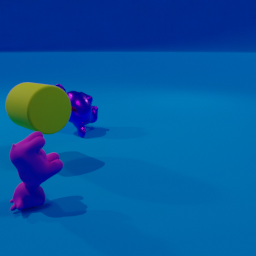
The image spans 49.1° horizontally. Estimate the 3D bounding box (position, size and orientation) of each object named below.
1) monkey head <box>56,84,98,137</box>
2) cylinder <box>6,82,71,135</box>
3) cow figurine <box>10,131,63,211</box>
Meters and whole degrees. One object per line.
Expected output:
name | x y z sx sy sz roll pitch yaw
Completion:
monkey head | -1.305 -0.389 6.876 1.036 1.440 0.868 -37 -13 36
cylinder | -1.577 -0.360 4.942 0.834 0.834 0.834 13 21 42
cow figurine | -1.288 0.589 3.621 0.874 0.888 0.487 -35 28 -10
